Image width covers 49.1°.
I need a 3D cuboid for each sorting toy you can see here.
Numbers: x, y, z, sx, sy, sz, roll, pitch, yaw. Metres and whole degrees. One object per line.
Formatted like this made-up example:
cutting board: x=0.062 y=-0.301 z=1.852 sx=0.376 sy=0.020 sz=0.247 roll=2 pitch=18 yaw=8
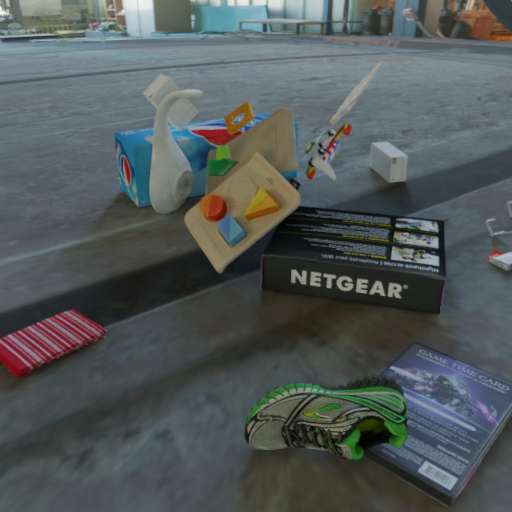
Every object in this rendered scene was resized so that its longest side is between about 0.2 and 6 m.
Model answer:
sorting toy: x=-0.068 y=-2.019 z=12.201 sx=2.221 sy=0.537 sz=3.945 roll=-24 pitch=45 yaw=26
sorting toy: x=-0.552 y=-1.125 z=10.653 sx=2.007 sy=0.400 sz=2.716 roll=-42 pitch=45 yaw=4

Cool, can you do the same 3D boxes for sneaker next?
sneaker: x=0.788 y=1.898 z=6.353 sx=1.904 sy=0.743 sz=0.811 roll=-12 pitch=30 yaw=6

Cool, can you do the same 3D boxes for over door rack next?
over door rack: x=6.081 y=-0.638 z=11.659 sx=2.041 sy=0.680 sz=1.508 roll=5 pitch=23 yaw=40

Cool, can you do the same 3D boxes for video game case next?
video game case: x=2.180 y=1.948 z=7.045 sx=1.599 sy=0.212 sz=2.238 roll=22 pitch=34 yaw=36

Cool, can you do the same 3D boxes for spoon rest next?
spoon rest: x=-1.817 y=-2.266 z=12.240 sx=0.854 sy=2.818 sz=1.400 roll=22 pitch=26 yaw=19

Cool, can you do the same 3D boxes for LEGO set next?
LEGO set: x=1.559 y=-2.291 z=10.958 sx=0.666 sy=2.714 sz=2.028 roll=36 pitch=-4 yaw=-5

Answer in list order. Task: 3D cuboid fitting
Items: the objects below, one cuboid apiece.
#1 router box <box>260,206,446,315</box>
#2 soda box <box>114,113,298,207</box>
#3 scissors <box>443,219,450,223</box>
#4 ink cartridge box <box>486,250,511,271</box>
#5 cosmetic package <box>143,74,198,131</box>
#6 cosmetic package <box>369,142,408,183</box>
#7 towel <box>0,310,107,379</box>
router box: x=1.821 y=-0.044 z=10.226 sx=3.070 sy=0.784 sz=2.290 roll=7 pitch=29 yaw=14
soda box: x=-1.169 y=-2.534 z=14.225 sx=4.479 sy=1.519 sz=1.437 roll=-15 pitch=31 yaw=-26
scissors: x=3.562 y=-0.504 z=11.895 sx=1.911 sy=0.133 sz=0.699 roll=-10 pitch=27 yaw=-21
ink cartridge box: x=4.750 y=0.021 z=10.805 sx=0.567 sy=0.199 sz=0.698 roll=-15 pitch=35 yaw=-26
cosmetic package: x=-1.951 y=-3.506 z=12.846 sx=0.653 sy=1.157 sz=0.469 roll=-48 pitch=45 yaw=-5
cosmetic package: x=3.563 y=-2.553 z=15.157 sx=0.525 sy=0.721 sz=1.417 roll=-7 pitch=29 yaw=-10
towel: x=-3.127 y=1.275 z=8.394 sx=1.045 sy=0.163 sz=1.445 roll=21 pitch=32 yaw=38
